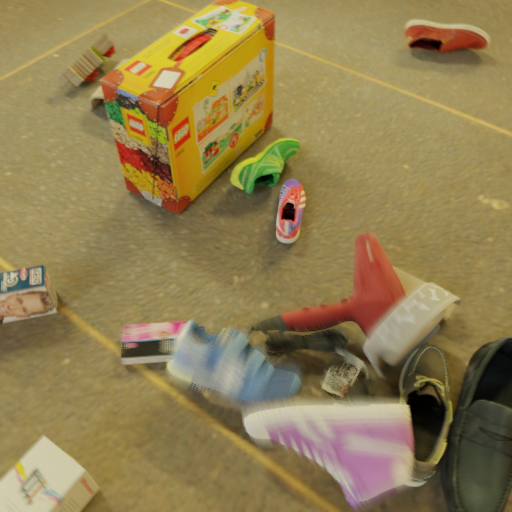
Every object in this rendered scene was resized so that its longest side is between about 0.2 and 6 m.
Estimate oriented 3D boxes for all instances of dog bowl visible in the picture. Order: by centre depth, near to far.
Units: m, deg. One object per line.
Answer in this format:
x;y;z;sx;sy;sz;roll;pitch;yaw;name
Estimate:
2.568;1.214;9.389;1.876;1.876;0.550;-33;64;-24;dog bowl

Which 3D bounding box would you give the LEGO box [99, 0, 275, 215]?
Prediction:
-1.262;-3.357;12.446;1.541;2.973;3.993;27;55;21;LEGO box

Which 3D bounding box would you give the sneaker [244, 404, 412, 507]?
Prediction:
1.013;2.913;8.219;2.493;0.904;1.422;-4;75;16;sneaker

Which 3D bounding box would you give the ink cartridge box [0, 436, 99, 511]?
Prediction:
-3.127;3.516;8.162;0.918;0.922;1.269;29;56;22;ink cartridge box

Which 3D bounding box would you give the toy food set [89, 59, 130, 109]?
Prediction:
-2.945;-4.353;14.824;2.536;0.766;1.820;10;51;18;toy food set

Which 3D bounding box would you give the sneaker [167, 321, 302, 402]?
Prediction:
-0.343;1.739;9.214;2.305;0.852;0.948;13;95;13;sneaker

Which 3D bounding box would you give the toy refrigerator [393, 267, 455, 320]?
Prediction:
3.090;0.726;10.638;1.309;0.497;0.458;29;89;22;toy refrigerator

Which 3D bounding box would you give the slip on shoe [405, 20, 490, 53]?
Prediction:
5.531;-6.255;16.309;2.435;0.902;0.745;9;80;4;slip on shoe

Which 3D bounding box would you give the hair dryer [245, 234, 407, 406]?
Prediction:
1.458;0.993;9.850;2.581;0.921;3.389;28;68;17;hair dryer

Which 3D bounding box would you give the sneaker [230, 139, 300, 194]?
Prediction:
0.310;-2.018;12.937;1.971;0.730;0.824;-37;75;-24;sneaker

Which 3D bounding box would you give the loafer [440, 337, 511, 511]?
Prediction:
3.599;2.650;8.745;1.071;1.108;3.155;18;53;13;loafer

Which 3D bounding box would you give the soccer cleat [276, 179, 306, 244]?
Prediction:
0.760;-1.112;12.113;0.615;0.660;1.804;6;51;5;soccer cleat

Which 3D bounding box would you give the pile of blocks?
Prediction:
-4.652;-5.299;15.665;0.671;0.887;2.161;44;64;-19;pile of blocks

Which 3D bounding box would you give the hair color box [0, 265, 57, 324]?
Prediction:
-4.715;0.792;10.406;1.785;0.893;0.540;-11;52;-9;hair color box

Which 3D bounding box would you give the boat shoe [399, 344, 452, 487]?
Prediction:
2.767;2.436;9.117;0.885;0.740;2.477;17;53;9;boat shoe

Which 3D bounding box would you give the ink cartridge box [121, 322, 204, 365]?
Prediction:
-1.685;1.574;10.200;1.487;0.276;0.704;-2;51;-5;ink cartridge box
